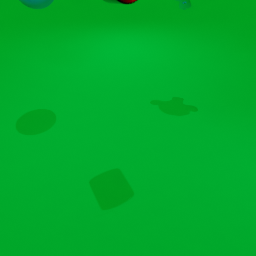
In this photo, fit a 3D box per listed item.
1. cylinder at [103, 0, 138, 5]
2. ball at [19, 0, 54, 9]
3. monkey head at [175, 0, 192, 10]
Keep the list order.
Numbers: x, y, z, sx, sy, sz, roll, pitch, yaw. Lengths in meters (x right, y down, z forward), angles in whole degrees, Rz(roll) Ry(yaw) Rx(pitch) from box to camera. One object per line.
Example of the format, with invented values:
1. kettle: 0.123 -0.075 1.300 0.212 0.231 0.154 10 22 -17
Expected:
1. cylinder: -0.186 -3.082 5.906 0.852 0.852 0.852 -18 31 -22
2. ball: -2.706 -4.125 8.142 1.237 1.237 1.237 0 38 0
3. monkey head: 1.787 -4.473 8.936 1.662 1.196 1.001 -1 80 16
